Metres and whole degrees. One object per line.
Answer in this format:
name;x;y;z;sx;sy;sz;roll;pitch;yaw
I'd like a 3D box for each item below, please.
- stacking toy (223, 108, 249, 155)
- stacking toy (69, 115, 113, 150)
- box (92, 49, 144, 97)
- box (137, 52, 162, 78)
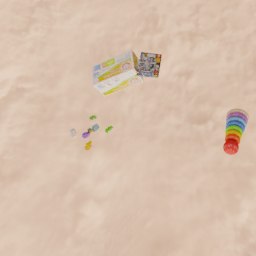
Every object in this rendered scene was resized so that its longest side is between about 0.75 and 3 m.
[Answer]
stacking toy;2.440;0.121;6.403;0.515;0.515;1.205;20;52;8
stacking toy;-0.781;0.075;5.929;0.580;0.181;0.769;35;57;28
box;-0.275;-1.421;7.331;1.212;0.614;0.682;-19;60;20
box;0.533;-1.570;6.945;0.540;0.157;0.789;9;51;4
